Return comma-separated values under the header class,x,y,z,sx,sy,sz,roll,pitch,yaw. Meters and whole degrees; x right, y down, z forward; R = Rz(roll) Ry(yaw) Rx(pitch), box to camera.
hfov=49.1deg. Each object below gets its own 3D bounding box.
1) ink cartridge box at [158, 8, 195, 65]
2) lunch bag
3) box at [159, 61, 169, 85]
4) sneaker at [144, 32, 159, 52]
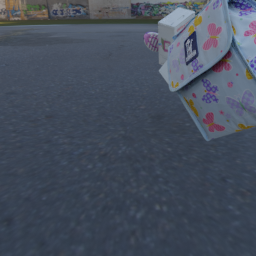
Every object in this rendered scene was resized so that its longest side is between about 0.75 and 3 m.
class,x,y,z,sx,sy,sz,roll,pitch,yaw
ink cartridge box,1.462,-2.708,8.493,0.618,1.460,1.055,32,60,29
lunch bag,1.452,-0.886,4.297,1.176,1.850,1.569,-31,1,-28
box,1.716,-1.477,7.986,1.400,0.682,0.871,3,47,-44
sneaker,1.136,-2.998,9.714,1.490,0.599,0.659,8,40,-30
